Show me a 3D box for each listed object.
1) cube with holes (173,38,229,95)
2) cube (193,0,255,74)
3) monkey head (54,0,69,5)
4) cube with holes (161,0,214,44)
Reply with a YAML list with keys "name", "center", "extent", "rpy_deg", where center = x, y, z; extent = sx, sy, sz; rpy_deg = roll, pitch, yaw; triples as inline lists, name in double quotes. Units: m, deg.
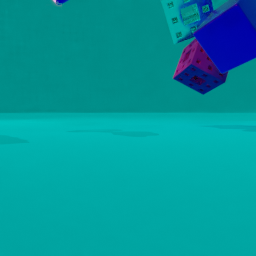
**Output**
- name: "cube with holes"
  center: [2.256, -1.904, 8.427]
  extent: [1.144, 1.144, 1.144]
  rpy_deg: [25, -18, -11]
- name: "cube"
  center: [2.626, -2.350, 6.741]
  extent: [1.277, 1.277, 1.277]
  rpy_deg: [-23, 23, 54]
- name: "monkey head"
  center: [-1.367, -3.525, 6.447]
  extent: [1.216, 1.691, 1.019]
  rpy_deg: [-30, -42, 3]
- name: "cube with holes"
  center: [1.812, -3.630, 8.607]
  extent: [1.341, 1.341, 1.341]
  rpy_deg: [-17, 31, 13]
